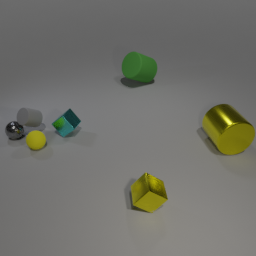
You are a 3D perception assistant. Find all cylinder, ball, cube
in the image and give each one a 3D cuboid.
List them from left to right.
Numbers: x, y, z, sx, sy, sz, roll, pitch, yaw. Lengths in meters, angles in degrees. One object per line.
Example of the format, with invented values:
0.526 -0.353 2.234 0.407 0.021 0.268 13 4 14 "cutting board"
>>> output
-4.398 0.084 10.871 0.700 0.700 0.700 0 32 0 "ball"
-3.829 -0.408 10.913 0.700 0.700 0.700 21 5 30 "cylinder"
-3.386 0.443 10.299 0.700 0.700 0.700 0 32 0 "ball"
-2.416 -0.209 11.027 0.700 0.700 0.700 -31 16 29 "cube"
0.617 -3.226 14.987 1.400 1.400 1.400 4 20 -48 "cylinder"
0.582 1.813 7.847 0.700 0.700 0.700 30 27 -25 "cube"
3.642 0.032 10.264 1.400 1.400 1.400 -6 33 -9 "cylinder"
